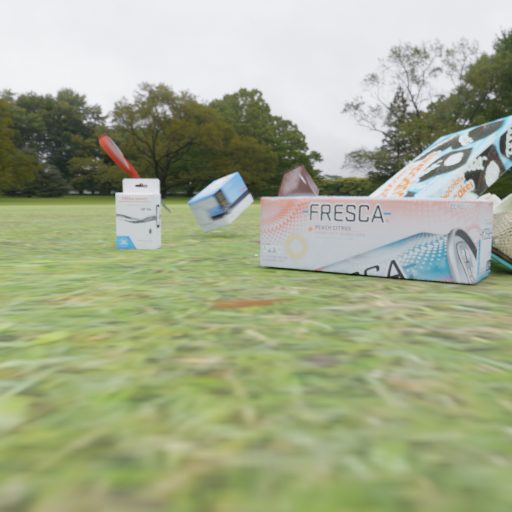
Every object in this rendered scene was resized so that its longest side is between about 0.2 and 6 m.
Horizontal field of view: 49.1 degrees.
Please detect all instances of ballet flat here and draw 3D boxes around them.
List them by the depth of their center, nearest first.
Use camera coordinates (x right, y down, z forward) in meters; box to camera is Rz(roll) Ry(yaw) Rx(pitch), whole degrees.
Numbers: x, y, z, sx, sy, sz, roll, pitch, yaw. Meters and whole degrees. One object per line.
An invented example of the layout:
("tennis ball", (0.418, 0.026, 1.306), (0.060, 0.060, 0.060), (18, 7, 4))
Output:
("ballet flat", (3.343, -0.407, 7.928), (0.932, 1.035, 2.748), (30, 5, -3))

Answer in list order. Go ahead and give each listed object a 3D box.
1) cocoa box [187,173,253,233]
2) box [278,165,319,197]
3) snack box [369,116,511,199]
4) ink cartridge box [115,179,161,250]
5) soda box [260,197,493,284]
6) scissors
("cocoa box", (-0.811, -1.244, 12.947), (0.832, 0.818, 1.247), (-16, 22, 37))
("box", (0.793, -1.111, 10.477), (0.486, 0.649, 1.296), (-25, 25, 25))
("snack box", (2.851, -1.141, 9.060), (3.131, 0.581, 1.819), (-38, 14, -23))
("ink cartridge box", (-2.147, -0.764, 10.207), (0.735, 1.268, 0.430), (1, 6, 6))
("soda box", (1.429, -0.267, 7.104), (2.824, 0.966, 0.898), (4, 8, 32))
("scissors", (-2.547, -1.623, 12.046), (0.167, 2.393, 0.875), (-36, 30, 2))
